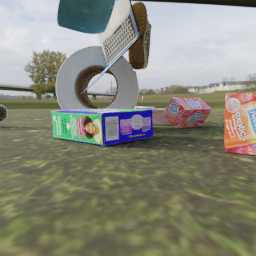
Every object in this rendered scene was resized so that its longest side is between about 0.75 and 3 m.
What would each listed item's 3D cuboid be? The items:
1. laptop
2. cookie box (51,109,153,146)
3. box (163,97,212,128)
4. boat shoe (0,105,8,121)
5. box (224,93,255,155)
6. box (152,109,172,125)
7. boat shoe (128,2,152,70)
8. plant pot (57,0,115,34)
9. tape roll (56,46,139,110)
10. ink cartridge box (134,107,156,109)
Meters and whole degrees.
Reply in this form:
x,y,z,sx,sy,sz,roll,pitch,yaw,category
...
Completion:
x,y,z,sx,sy,sz,roll,pitch,yaw,category
-0.710,-2.377,8.045,1.278,2.205,2.065,-12,-6,-32,laptop
-0.682,-0.103,7.259,2.059,0.774,1.761,4,8,43,cookie box
2.363,-0.630,11.057,1.760,0.903,0.833,-3,40,-41,box
-6.055,-0.420,10.882,2.531,0.904,0.832,-7,12,-15,boat shoe
2.938,-0.145,5.726,1.087,1.135,2.277,4,7,42,box
1.354,-0.582,13.344,2.238,0.683,2.825,0,5,-3,box
0.442,-3.579,11.046,0.923,2.519,0.790,8,14,26,boat shoe
-1.018,-3.153,7.307,1.170,1.458,1.458,20,4,-5,plant pot
-1.019,-1.427,10.409,2.858,2.858,1.962,0,4,3,tape roll
0.536,-0.915,16.875,1.284,0.738,2.192,-4,6,-36,ink cartridge box
